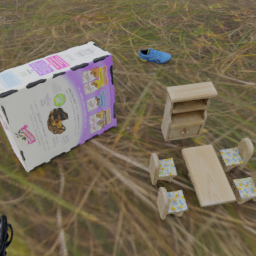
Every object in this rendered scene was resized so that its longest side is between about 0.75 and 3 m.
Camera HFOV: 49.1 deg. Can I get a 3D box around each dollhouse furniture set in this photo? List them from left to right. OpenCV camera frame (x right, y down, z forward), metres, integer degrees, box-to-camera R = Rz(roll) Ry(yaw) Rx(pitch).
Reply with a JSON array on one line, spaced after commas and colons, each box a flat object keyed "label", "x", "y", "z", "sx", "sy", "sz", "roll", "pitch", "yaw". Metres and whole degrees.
[{"label": "dollhouse furniture set", "x": 1.703, "y": 0.458, "z": 6.586, "sx": 2.398, "sy": 1.699, "sz": 2.611, "roll": -8, "pitch": 53, "yaw": -7}]

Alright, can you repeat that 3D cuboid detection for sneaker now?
[{"label": "sneaker", "x": 1.088, "y": -2.953, "z": 11.353, "sx": 1.324, "sy": 0.519, "sz": 0.436, "roll": 8, "pitch": 70, "yaw": 11}]

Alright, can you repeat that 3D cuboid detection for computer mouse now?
[{"label": "computer mouse", "x": -2.148, "y": 2.731, "z": 4.375, "sx": 0.607, "sy": 2.303, "sz": 1.595, "roll": 16, "pitch": 11, "yaw": -15}]

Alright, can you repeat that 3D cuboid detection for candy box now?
[{"label": "candy box", "x": -1.820, "y": -0.591, "z": 7.462, "sx": 2.953, "sy": 2.477, "sz": 1.056, "roll": -28, "pitch": 48, "yaw": -27}]
